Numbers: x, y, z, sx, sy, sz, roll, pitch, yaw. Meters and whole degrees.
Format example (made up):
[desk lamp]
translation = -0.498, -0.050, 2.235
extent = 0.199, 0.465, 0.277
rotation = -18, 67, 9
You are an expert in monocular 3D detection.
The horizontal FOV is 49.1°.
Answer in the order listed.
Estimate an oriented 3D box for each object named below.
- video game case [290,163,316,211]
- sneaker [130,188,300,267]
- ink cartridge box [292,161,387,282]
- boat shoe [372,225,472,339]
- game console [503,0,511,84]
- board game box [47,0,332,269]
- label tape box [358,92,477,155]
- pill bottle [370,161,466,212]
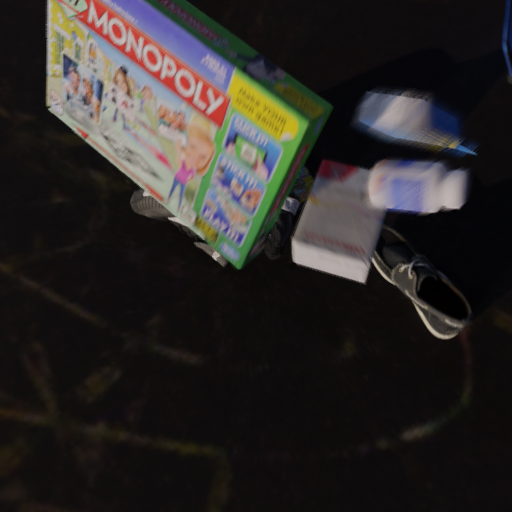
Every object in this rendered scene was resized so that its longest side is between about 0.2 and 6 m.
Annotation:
[video game case]
translation = 0.272, -1.263, 9.834
extent = 1.412, 0.180, 1.276
rotation = -28, 74, -9
[sneaker]
translation = -0.748, -0.497, 9.167
extent = 2.848, 0.946, 1.288
rotation = 5, 84, 8
[ink cartridge box]
translation = 1.067, -0.436, 6.874
extent = 0.936, 0.532, 1.284
rotation = 17, 64, 12
[boat shoe]
translation = 2.618, 0.298, 9.039
extent = 0.790, 0.743, 2.199
rotation = -34, 73, -9
[game console]
translation = 5.167, -4.078, 10.366
extent = 1.392, 0.965, 1.630
rotation = 12, 73, 5
[board game box]
translation = -1.078, -1.780, 6.714
extent = 3.626, 2.440, 0.528
rotation = 39, 51, 12
[label tape box]
translation = 1.889, -1.524, 6.399
extent = 1.151, 0.830, 0.364
rotation = 25, 103, 43
[pill bottle]
translation = 1.610, -0.685, 5.571
extent = 0.856, 0.479, 0.479
rotation = 10, 70, 30
